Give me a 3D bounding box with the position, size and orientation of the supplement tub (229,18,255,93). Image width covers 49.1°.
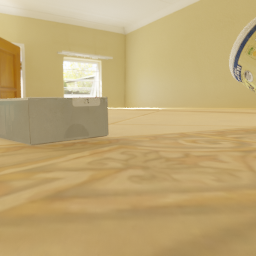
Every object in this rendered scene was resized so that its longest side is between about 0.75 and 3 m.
[{"bbox_3d":[3.931,-1.321,6.393,1.967,1.967,2.725,-3,39,-31],"label":"supplement tub"}]

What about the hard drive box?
[{"bbox_3d":[-1.629,-0.208,5.608,1.598,0.788,2.051,-6,8,-43],"label":"hard drive box"}]
